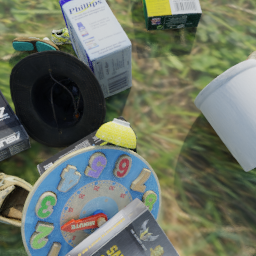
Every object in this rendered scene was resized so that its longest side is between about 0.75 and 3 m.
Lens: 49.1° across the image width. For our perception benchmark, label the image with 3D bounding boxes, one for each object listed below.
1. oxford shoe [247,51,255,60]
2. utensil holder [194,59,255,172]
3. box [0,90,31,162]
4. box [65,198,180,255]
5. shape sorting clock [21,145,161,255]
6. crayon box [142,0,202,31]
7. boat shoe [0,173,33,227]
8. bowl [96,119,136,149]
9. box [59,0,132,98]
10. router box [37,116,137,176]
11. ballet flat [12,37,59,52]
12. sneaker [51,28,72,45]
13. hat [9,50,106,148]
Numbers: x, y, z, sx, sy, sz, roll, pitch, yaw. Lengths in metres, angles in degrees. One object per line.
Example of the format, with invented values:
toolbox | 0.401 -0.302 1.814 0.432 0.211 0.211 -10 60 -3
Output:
oxford shoe | 3.661 -1.750 8.130 0.495 0.516 1.399 21 69 8
utensil holder | 2.972 -0.261 6.859 1.815 1.815 2.136 -27 73 -10
box | -4.202 0.131 6.971 2.723 0.669 2.195 -27 70 -26
box | 0.129 2.885 5.518 1.866 0.569 2.356 -35 109 -13
shape sorting clock | -0.594 1.791 5.705 2.964 2.964 0.581 -31 27 -12
crayon box | 1.297 -4.480 9.164 1.691 0.677 2.663 -4 68 -2
boat shoe | -2.520 1.720 6.489 2.878 0.902 1.055 18 69 7
bowl | -0.180 0.070 5.431 0.809 0.809 0.435 18 92 7
box | -0.804 -2.200 7.560 1.094 1.917 2.084 -24 69 -9
router box | -0.812 0.807 6.483 2.130 1.596 0.662 -31 69 -13
ballet flat | -2.735 -2.540 8.536 1.518 0.515 0.549 8 49 8
sneaker | -1.791 -2.843 8.626 1.145 0.438 0.432 -11 67 -5
hat | -1.657 -0.808 7.295 2.743 2.743 1.106 24 29 9
